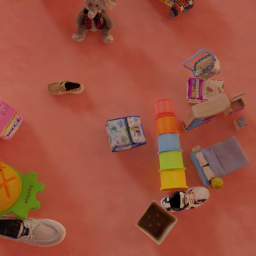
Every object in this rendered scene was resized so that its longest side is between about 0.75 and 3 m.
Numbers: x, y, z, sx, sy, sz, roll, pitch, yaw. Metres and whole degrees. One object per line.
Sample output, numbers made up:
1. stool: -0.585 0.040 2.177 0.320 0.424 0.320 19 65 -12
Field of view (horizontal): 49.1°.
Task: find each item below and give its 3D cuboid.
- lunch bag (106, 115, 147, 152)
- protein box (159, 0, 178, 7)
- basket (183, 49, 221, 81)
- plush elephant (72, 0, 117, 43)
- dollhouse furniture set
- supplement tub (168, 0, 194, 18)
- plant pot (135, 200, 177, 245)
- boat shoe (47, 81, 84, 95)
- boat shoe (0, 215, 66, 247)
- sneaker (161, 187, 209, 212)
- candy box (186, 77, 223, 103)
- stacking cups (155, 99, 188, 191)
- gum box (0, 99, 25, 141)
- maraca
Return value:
1. lunch bag: -0.047 0.161 8.799 1.132 0.722 0.963 -10 75 -13
2. protein box: 1.437 -5.432 10.043 1.404 0.954 1.415 30 77 2
3. basket: 2.383 -2.001 8.822 1.009 0.890 0.702 29 55 -25
4. plush elephant: -1.129 -3.904 9.497 1.420 1.335 1.724 9 76 2
5. dollhouse furniture set: 3.018 0.343 8.284 2.244 1.551 2.377 -22 77 -5
6. supplement tub: 1.896 -4.324 10.053 0.900 0.481 0.481 -37 78 -9
7. plant pot: 0.789 2.693 8.079 0.861 0.763 0.860 38 78 10
8. boat shoe: -2.100 -1.383 9.319 1.240 0.412 0.459 -2 75 -1
9. boat shoe: -2.941 2.951 7.992 2.221 0.791 0.775 8 76 2
10. sneaker: 1.724 2.070 8.124 1.515 0.986 0.605 -9 76 -2
11. candy box: 2.552 -1.212 9.299 1.148 0.350 0.783 6 73 2
12. stacking cups: 1.292 0.500 8.718 0.850 0.850 2.810 -3 71 -1
13. gum box: -4.901 -0.851 8.506 2.963 1.681 0.980 28 78 7
14. maraca: -3.754 1.777 8.041 2.548 1.363 1.747 12 55 -12
